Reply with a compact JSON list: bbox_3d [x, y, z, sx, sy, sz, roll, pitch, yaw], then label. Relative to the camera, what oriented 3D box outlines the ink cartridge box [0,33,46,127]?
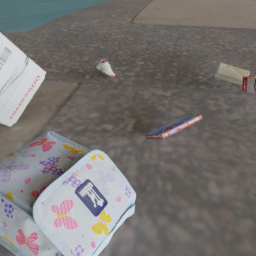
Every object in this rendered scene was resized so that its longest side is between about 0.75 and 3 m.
[{"bbox_3d":[-3.598,-1.361,7.175,1.124,2.684,1.947,30,84,15],"label":"ink cartridge box"}]

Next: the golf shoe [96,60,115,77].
[{"bbox_3d":[-0.886,-2.471,11.573,1.043,0.477,0.393,37,12,30],"label":"golf shoe"}]

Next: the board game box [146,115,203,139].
[{"bbox_3d":[1.264,-0.033,7.640,1.457,0.142,0.750,-24,8,-28],"label":"board game box"}]

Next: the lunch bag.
[{"bbox_3d":[-1.168,1.192,4.827,2.259,1.436,1.916,25,34,21],"label":"lunch bag"}]

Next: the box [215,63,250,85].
[{"bbox_3d":[3.883,-2.014,10.491,1.110,0.431,0.527,20,-6,7],"label":"box"}]

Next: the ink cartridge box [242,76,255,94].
[{"bbox_3d":[4.386,-1.373,8.951,0.853,0.495,1.182,-7,17,-13],"label":"ink cartridge box"}]
